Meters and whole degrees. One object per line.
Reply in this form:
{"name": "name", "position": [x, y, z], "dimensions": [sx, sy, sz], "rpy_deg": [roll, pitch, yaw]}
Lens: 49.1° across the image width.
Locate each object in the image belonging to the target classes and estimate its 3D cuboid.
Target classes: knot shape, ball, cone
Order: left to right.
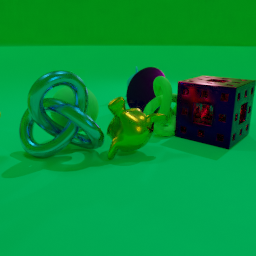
{"name": "knot shape", "position": [-1.442, -0.107, 5.523], "dimensions": [1.682, 1.798, 0.831], "rpy_deg": [-24, 21, 14]}
{"name": "ball", "position": [-1.192, -0.427, 6.261], "dimensions": [1.071, 1.071, 1.071], "rpy_deg": [0, 18, 0]}
{"name": "cone", "position": [1.007, -1.011, 9.192], "dimensions": [1.526, 1.526, 1.532], "rpy_deg": [16, 0, 41]}
{"name": "knot shape", "position": [0.900, -0.599, 6.967], "dimensions": [0.681, 1.378, 1.473], "rpy_deg": [1, 21, 29]}

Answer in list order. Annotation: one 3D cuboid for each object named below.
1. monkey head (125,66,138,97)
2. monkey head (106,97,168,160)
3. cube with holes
{"name": "monkey head", "position": [0.340, -1.689, 10.650], "dimensions": [0.749, 1.243, 0.894], "rpy_deg": [22, 22, 0]}
{"name": "monkey head", "position": [0.021, -0.058, 5.504], "dimensions": [1.434, 1.032, 0.864], "rpy_deg": [-35, 52, -10]}
{"name": "cube with holes", "position": [2.046, -0.452, 6.602], "dimensions": [1.321, 1.321, 1.321], "rpy_deg": [14, 23, 37]}
